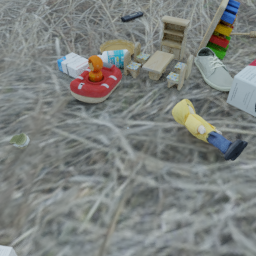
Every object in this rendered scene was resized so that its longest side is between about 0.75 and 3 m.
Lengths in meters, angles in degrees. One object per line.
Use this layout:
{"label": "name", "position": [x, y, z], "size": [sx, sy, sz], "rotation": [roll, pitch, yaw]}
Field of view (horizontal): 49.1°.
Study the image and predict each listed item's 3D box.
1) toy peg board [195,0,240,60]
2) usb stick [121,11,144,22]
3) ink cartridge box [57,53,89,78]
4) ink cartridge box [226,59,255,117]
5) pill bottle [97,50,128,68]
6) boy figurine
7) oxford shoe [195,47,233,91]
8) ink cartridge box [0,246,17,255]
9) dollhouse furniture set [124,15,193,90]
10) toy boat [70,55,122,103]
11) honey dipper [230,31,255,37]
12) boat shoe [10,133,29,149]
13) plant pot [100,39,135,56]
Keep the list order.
{"label": "toy peg board", "position": [3.813, -4.002, 11.127], "size": [1.068, 2.175, 2.184], "rotation": [26, 48, 4]}
{"label": "usb stick", "position": [0.217, -5.589, 14.035], "size": [1.298, 0.212, 0.360], "rotation": [-29, 51, -27]}
{"label": "ink cartridge box", "position": [-1.974, -2.325, 10.438], "size": [1.067, 0.458, 0.781], "rotation": [31, 52, 27]}
{"label": "ink cartridge box", "position": [4.760, -1.028, 8.636], "size": [2.581, 1.069, 1.881], "rotation": [34, 53, 30]}
{"label": "pill bottle", "position": [-0.558, -2.598, 10.602], "size": [1.158, 0.642, 0.642], "rotation": [-7, 44, -6]}
{"label": "boy figurine", "position": [2.124, 0.005, 7.632], "size": [1.366, 0.708, 2.198], "rotation": [12, 27, -48]}
{"label": "oxford shoe", "position": [3.100, -2.159, 10.108], "size": [0.902, 0.693, 2.398], "rotation": [-9, 46, -11]}
{"label": "ink cartridge box", "position": [-2.992, 2.640, 5.201], "size": [1.535, 0.517, 0.899], "rotation": [5, 44, 5]}
{"label": "dollhouse furniture set", "position": [1.325, -2.842, 10.199], "size": [2.175, 1.541, 2.368], "rotation": [20, 47, 20]}
{"label": "toy boat", "position": [-1.069, -1.758, 9.226], "size": [1.307, 1.309, 2.003], "rotation": [18, 47, 18]}
{"label": "honey dipper", "position": [5.105, -4.219, 12.605], "size": [1.454, 0.276, 0.276], "rotation": [3, 44, 9]}
{"label": "boat shoe", "position": [-2.789, 0.362, 7.393], "size": [0.944, 0.323, 0.353], "rotation": [2, 58, 51]}
{"label": "plant pot", "position": [-0.406, -3.223, 11.568], "size": [1.520, 0.209, 1.520], "rotation": [0, 43, 0]}
